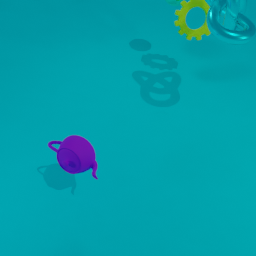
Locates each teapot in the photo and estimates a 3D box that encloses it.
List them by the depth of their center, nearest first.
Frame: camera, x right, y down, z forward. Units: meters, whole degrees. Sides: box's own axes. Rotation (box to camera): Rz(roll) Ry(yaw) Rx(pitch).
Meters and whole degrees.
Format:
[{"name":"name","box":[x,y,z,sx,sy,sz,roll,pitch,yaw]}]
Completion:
[{"name":"teapot","box":[-1.057,0.602,5.670,1.312,0.816,0.642,29,33,12]}]

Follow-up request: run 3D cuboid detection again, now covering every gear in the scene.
[{"name":"gear","box":[2.062,-3.338,8.533,1.263,1.263,0.234,0,25,0]}]

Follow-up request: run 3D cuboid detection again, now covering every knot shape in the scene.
[{"name":"knot shape","box":[2.461,-2.785,6.788,1.758,0.868,1.879,-10,81,-57]}]

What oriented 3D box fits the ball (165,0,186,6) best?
[{"name":"ball","box":[1.531,-4.311,8.887,0.828,0.828,0.828,0,50,0]}]
